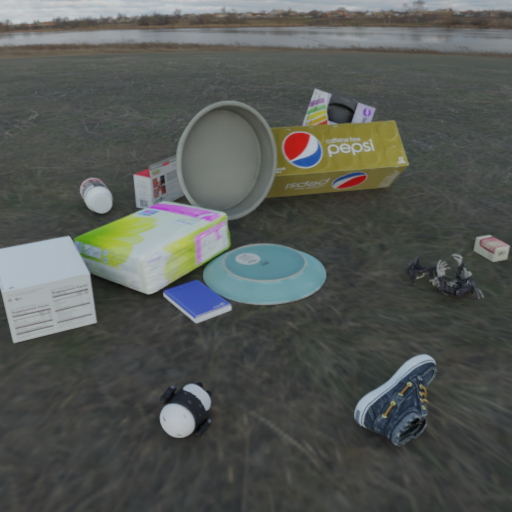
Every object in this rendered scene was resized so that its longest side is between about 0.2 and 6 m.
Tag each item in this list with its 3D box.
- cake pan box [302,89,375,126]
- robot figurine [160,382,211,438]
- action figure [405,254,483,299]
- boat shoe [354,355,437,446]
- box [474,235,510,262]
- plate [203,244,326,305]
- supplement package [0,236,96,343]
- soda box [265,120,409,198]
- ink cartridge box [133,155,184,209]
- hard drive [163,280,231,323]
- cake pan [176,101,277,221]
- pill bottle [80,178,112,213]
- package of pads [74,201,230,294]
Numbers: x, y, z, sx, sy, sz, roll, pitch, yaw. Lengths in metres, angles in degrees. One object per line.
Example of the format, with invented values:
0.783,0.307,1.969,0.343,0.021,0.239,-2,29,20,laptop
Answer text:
2.262,-3.630,16.218,1.866,2.026,0.530,20,3,2,cake pan box
-0.866,1.910,6.966,0.573,0.476,0.762,8,27,23,robot figurine
3.392,0.338,9.996,1.350,0.689,0.803,18,20,35,action figure
1.982,1.840,7.104,1.495,0.529,0.679,-27,37,-31,boat shoe
4.790,-0.154,11.403,0.371,0.316,0.580,-9,27,-19,box
0.157,0.218,10.652,2.341,0.299,2.341,0,27,0,plate
-3.540,0.492,9.346,1.312,0.934,1.684,-13,29,-24,supplement package
1.679,-2.478,14.439,4.100,1.389,1.312,-6,-18,-14,soda box
-2.428,-1.904,14.064,0.551,1.154,1.314,14,28,26,ink cartridge box
-1.029,0.770,9.693,0.715,0.137,1.083,-18,31,-33,hard drive
-0.685,-2.066,12.254,2.557,2.557,0.469,-18,22,-32,cake pan
-3.889,-1.447,13.708,0.642,0.642,1.160,-12,28,-23,pill bottle
-1.900,-0.239,10.851,1.924,0.849,2.490,15,31,34,package of pads
